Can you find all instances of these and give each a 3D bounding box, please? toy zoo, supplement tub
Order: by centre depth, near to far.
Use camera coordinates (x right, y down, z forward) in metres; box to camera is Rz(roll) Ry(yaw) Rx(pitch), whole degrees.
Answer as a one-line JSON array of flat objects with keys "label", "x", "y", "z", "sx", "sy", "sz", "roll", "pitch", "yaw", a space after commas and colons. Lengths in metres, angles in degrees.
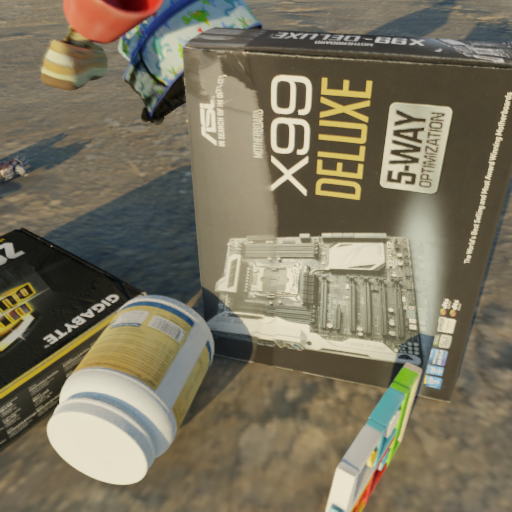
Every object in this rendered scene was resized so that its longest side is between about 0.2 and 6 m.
[{"label": "toy zoo", "x": 1.055, "y": 1.956, "z": 5.295, "sx": 0.182, "sy": 1.166, "sz": 1.777, "roll": 23, "pitch": 41, "yaw": 27}, {"label": "supplement tub", "x": -1.295, "y": 1.387, "z": 6.052, "sx": 1.257, "sy": 1.257, "sz": 1.738, "roll": 9, "pitch": 36, "yaw": 14}]

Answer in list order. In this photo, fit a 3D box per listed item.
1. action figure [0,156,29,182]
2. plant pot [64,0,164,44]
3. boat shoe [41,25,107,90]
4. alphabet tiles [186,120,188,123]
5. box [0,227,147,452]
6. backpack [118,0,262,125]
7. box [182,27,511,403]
[{"label": "action figure", "x": -5.286, "y": -1.812, "z": 11.522, "sx": 1.367, "sy": 0.474, "sz": 0.889, "roll": 12, "pitch": 29, "yaw": 11}, {"label": "plant pot", "x": -1.960, "y": -3.452, "z": 7.384, "sx": 1.230, "sy": 1.230, "sz": 1.088, "roll": -28, "pitch": 6, "yaw": -35}, {"label": "boat shoe", "x": -2.505, "y": -2.930, "z": 7.999, "sx": 0.690, "sy": 0.733, "sz": 1.926, "roll": 10, "pitch": 28, "yaw": -10}, {"label": "alphabet tiles", "x": -0.090, "y": -3.406, "z": 14.173, "sx": 2.623, "sy": 0.099, "sz": 2.193, "roll": -23, "pitch": 40, "yaw": -31}, {"label": "box", "x": -3.496, "y": 1.085, "z": 6.884, "sx": 2.777, "sy": 0.858, "sz": 3.478, "roll": 22, "pitch": 40, "yaw": 31}, {"label": "backpack", "x": -1.190, "y": -3.689, "z": 9.602, "sx": 2.068, "sy": 1.661, "sz": 2.260, "roll": -41, "pitch": 10, "yaw": -32}, {"label": "box", "x": 0.918, "y": -0.353, "z": 6.207, "sx": 3.108, "sy": 3.941, "sz": 0.981, "roll": 9, "pitch": 35, "yaw": 13}]
